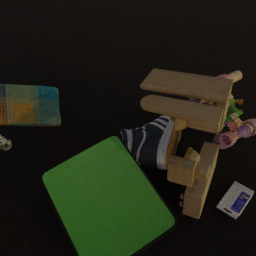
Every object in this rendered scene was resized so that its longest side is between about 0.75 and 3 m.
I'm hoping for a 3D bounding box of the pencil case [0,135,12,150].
[{"bbox_3d":[-3.424,0.272,7.333,0.316,0.811,0.363,-38,52,-7],"label":"pencil case"}]

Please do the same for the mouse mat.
[{"bbox_3d":[-0.467,1.452,5.790,2.024,0.095,2.516,-29,61,-14],"label":"mouse mat"}]

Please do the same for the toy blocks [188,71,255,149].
[{"bbox_3d":[2.221,-0.237,7.126,1.495,1.776,1.660,-25,79,-26],"label":"toy blocks"}]

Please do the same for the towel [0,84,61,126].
[{"bbox_3d":[-2.891,-0.664,8.185,1.755,0.190,1.287,0,71,-25],"label":"towel"}]

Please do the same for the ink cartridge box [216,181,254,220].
[{"bbox_3d":[2.448,1.672,6.415,0.481,0.188,1.016,29,45,30],"label":"ink cartridge box"}]

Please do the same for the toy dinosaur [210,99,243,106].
[{"bbox_3d":[2.935,-0.675,8.790,1.544,0.467,0.820,-26,8,-25],"label":"toy dinosaur"}]

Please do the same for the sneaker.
[{"bbox_3d":[0.669,0.143,7.745,1.433,0.926,2.641,1,29,19],"label":"sneaker"}]

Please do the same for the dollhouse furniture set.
[{"bbox_3d":[1.084,0.266,6.463,1.886,2.315,2.202,14,42,22],"label":"dollhouse furniture set"}]
